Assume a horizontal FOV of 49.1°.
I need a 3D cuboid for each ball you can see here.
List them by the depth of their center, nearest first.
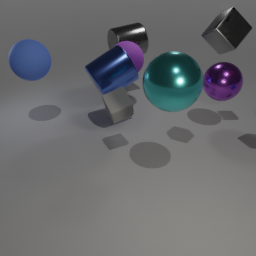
[{"bbox_3d":[1.038,-1.068,6.530,1.400,1.400,1.400,0,30,0],"label":"ball"},{"bbox_3d":[-3.384,-2.343,9.703,1.400,1.400,1.400,0,30,0],"label":"ball"},{"bbox_3d":[3.410,-1.675,10.125,1.400,1.400,1.400,0,30,0],"label":"ball"},{"bbox_3d":[-0.063,-2.733,11.158,1.400,1.400,1.400,0,30,0],"label":"ball"}]

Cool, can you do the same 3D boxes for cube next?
[{"bbox_3d":[2.362,-2.316,6.746,0.700,0.700,0.700,-51,14,-5],"label":"cube"},{"bbox_3d":[-0.293,-0.681,8.435,0.700,0.700,0.700,-25,67,-6],"label":"cube"}]

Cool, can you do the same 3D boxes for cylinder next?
[{"bbox_3d":[-0.568,-1.935,9.816,1.400,1.400,1.400,-34,36,-3],"label":"cylinder"},{"bbox_3d":[-0.018,-3.845,12.494,1.400,1.400,1.400,-20,35,-19],"label":"cylinder"}]
